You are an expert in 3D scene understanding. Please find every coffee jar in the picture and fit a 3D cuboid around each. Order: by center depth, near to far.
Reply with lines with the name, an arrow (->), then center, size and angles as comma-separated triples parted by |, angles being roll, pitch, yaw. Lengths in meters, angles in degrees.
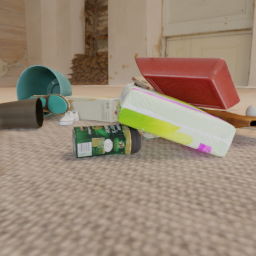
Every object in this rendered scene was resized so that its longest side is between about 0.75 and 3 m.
coffee jar -> -0.555, 0.314, 7.322 | 1.745, 0.744, 0.910 | -3, 15, -15

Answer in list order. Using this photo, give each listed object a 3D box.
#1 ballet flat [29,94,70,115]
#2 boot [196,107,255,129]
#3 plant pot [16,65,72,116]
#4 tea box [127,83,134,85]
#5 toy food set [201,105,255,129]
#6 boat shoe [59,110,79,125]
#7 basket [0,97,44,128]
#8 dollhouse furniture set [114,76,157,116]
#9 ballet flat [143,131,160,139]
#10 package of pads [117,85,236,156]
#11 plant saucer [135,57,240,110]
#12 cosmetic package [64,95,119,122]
ballet flat -> -3.494, -1.118, 13.028 | 2.721, 0.960, 0.888 | 12, 5, 32
boot -> 3.032, -0.139, 9.217 | 2.578, 0.938, 2.739 | 6, 5, -21
plant pot -> -4.005, -1.846, 14.301 | 2.481, 2.481, 1.991 | 3, 6, 17
tea box -> 1.469, -1.912, 16.134 | 2.311, 1.544, 2.274 | 0, 11, 27
toy food set -> 4.361, -0.618, 11.782 | 2.849, 0.861, 2.045 | 5, 12, 25
boat shoe -> -2.532, -0.460, 11.924 | 0.553, 0.502, 1.503 | 2, 11, 8
basket -> -4.243, -0.519, 10.781 | 1.683, 1.144, 1.517 | -6, 26, -6
dollhouse furniture set -> 1.164, -0.786, 11.794 | 2.569, 1.810, 1.800 | 36, 24, 17
ballet flat -> 1.105, 0.063, 9.383 | 1.423, 0.455, 0.538 | -9, 25, -37
package of pads -> 1.160, -0.326, 7.881 | 2.938, 1.002, 2.269 | 20, 10, -7
plant saucer -> 1.732, -1.193, 8.129 | 2.523, 0.464, 2.527 | 10, -13, 33
cosmetic package -> -1.529, -0.970, 13.202 | 2.835, 1.008, 1.491 | 7, 13, 32
